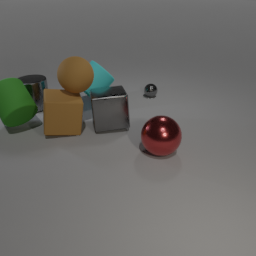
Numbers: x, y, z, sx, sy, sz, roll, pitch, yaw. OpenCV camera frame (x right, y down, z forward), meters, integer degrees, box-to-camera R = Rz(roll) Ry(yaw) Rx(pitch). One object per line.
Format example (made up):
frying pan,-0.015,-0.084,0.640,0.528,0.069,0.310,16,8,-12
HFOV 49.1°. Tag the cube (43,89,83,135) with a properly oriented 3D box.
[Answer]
cube,-2.589,-0.636,11.033,1.400,1.400,1.400,0,27,-18

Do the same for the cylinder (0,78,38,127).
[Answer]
cylinder,-4.488,-0.996,10.958,1.400,1.400,1.400,-24,72,-37

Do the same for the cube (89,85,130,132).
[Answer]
cube,-0.754,-0.808,11.357,1.400,1.400,1.400,-8,25,-8

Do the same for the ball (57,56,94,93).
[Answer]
ball,-2.015,-2.045,10.793,1.400,1.400,1.400,0,28,0

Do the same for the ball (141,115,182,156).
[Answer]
ball,1.140,0.266,9.611,1.400,1.400,1.400,0,28,0

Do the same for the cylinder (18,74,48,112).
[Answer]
cylinder,-4.406,-1.620,13.022,1.400,1.400,1.400,-1,28,1

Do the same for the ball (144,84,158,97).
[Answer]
ball,1.168,-1.931,14.388,0.700,0.700,0.700,0,28,0

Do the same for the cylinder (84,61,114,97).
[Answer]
cylinder,-1.596,-2.197,13.215,1.400,1.400,1.400,-51,40,0
